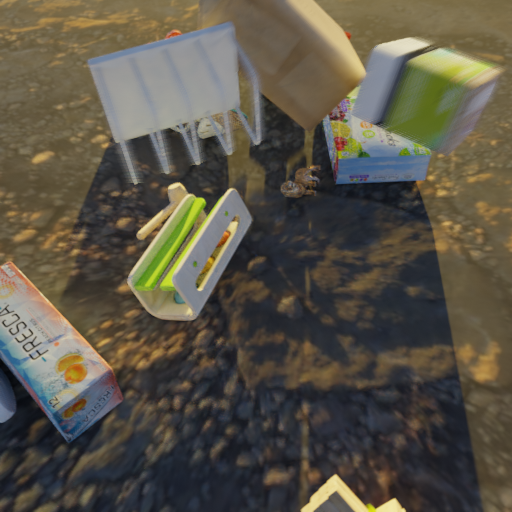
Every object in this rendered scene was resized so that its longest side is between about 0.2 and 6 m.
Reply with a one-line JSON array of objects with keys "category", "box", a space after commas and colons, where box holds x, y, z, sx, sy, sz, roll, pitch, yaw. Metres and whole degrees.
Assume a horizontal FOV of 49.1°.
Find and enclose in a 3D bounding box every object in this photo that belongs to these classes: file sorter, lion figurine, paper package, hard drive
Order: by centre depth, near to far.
[{"category": "file sorter", "box": [-1.111, -2.209, 8.383, 2.161, 1.499, 1.345, -20, 57, -10]}, {"category": "paper package", "box": [0.388, -3.970, 9.941, 2.734, 1.415, 2.606, 32, 32, -29]}, {"category": "lion figurine", "box": [0.908, -1.498, 11.218, 0.669, 0.396, 1.093, 5, 34, 15]}, {"category": "hard drive", "box": [0.631, -4.040, 13.610, 1.013, 0.167, 0.707, -34, 56, -27]}]

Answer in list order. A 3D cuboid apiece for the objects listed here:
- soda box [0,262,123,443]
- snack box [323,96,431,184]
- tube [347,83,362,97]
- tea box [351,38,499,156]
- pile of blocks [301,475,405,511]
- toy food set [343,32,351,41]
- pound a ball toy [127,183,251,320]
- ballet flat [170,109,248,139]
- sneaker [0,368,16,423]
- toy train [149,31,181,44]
[{"category": "soda box", "box": [-3.207, 1.329, 8.230, 0.971, 0.902, 2.838, -36, 56, -28]}, {"category": "snack box", "box": [2.461, -2.500, 11.810, 1.863, 0.747, 2.209, -2, 49, 0]}, {"category": "tube", "box": [2.324, -4.055, 13.498, 0.462, 0.414, 1.593, 53, 53, -7]}, {"category": "tea box", "box": [2.835, -2.705, 9.318, 1.763, 1.197, 1.792, 29, 35, 17]}, {"category": "pile of blocks", "box": [1.663, 3.417, 6.590, 2.464, 1.012, 0.766, 22, 8, 8]}, {"category": "toy food set", "box": [1.019, -4.767, 13.409, 2.498, 1.124, 1.192, 6, 44, -3]}, {"category": "pound a ball toy", "box": [-1.187, -0.135, 9.643, 1.707, 1.112, 2.618, -3, 42, 33]}, {"category": "ballet flat", "box": [-1.311, -2.990, 12.403, 2.300, 0.811, 0.751, 17, 76, 18]}, {"category": "sneaker", "box": [-4.287, 1.684, 8.063, 0.861, 0.888, 2.432, -42, 52, -17]}, {"category": "toy train", "box": [-1.819, -5.132, 14.226, 1.966, 0.728, 2.617, 28, 53, 24]}]
